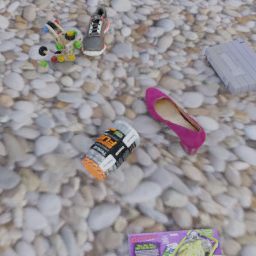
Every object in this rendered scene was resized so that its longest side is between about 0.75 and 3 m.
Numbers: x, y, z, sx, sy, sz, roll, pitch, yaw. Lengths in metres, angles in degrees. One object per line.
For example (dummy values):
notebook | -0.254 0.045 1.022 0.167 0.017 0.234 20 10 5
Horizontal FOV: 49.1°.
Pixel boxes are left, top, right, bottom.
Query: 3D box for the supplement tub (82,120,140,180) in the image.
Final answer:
supplement tub | -0.484 0.632 7.896 0.981 0.981 1.601 33 63 18

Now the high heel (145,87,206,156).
high heel | 1.353 -0.515 8.245 0.915 1.304 2.713 -29 63 -15

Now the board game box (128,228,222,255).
board game box | 1.155 3.191 6.733 2.233 0.361 1.340 -3 63 -2

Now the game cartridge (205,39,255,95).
game cartridge | 3.804 -2.167 9.750 1.535 0.455 2.368 -17 51 1

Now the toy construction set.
toy construction set | -2.022 -2.888 9.827 1.399 1.519 1.821 23 30 22

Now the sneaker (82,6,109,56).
sneaker | -1.225 -3.612 10.225 0.885 0.940 2.296 4 55 2
